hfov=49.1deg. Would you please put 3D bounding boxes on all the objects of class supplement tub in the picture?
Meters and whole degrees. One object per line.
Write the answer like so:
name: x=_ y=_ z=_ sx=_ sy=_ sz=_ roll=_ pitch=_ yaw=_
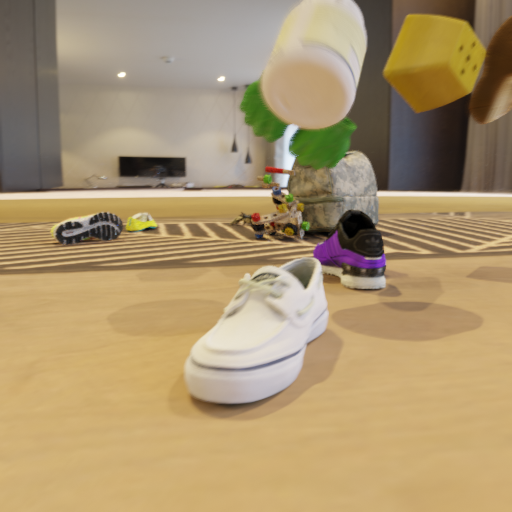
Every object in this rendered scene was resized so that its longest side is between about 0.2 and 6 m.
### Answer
supplement tub: x=0.913 y=-2.928 z=8.314 sx=1.318 sy=1.318 sz=1.818 roll=3 pitch=52 yaw=20

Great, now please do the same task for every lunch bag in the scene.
lunch bag: x=2.257 y=-1.920 z=16.323 sx=1.952 sy=2.349 sz=2.801 roll=3 pitch=6 yaw=41

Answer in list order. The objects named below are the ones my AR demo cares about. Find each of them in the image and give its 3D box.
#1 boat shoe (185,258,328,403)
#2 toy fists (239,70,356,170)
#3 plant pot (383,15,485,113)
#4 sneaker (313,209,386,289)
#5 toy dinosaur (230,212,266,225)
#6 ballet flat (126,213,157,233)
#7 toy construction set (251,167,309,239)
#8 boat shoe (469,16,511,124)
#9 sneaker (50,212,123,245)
boat shoe: x=0.061 y=0.539 z=5.371 sx=0.973 sy=0.884 sz=2.646 roll=3 pitch=9 yaw=17
toy fists: x=0.772 y=-2.611 z=11.051 sx=2.316 sy=1.180 sz=0.796 roll=31 pitch=28 yaw=-5
plant pot: x=3.622 y=-3.824 z=11.065 sx=1.431 sy=1.431 sz=1.262 roll=30 pitch=-11 yaw=-40
sneaker: x=1.584 y=-0.217 z=9.411 sx=0.817 sy=1.168 sz=2.349 roll=-2 pitch=10 yaw=-12
toy dinosaur: x=-0.053 y=-1.144 z=18.120 sx=1.956 sy=0.464 sz=0.862 roll=7 pitch=4 yaw=22
ballet flat: x=-3.439 y=-1.029 z=16.929 sx=0.526 sy=0.528 sz=1.575 roll=2 pitch=9 yaw=16
toy construction set: x=0.831 y=-1.321 z=14.897 sx=1.498 sy=1.950 sz=1.626 roll=11 pitch=21 yaw=30
boat shoe: x=4.416 y=-3.259 z=9.700 sx=0.691 sy=2.126 sz=0.767 roll=-19 pitch=55 yaw=-18
sneaker: x=-4.349 y=-0.734 z=14.329 sx=1.918 sy=0.749 sz=0.866 roll=-8 pitch=9 yaw=-41
